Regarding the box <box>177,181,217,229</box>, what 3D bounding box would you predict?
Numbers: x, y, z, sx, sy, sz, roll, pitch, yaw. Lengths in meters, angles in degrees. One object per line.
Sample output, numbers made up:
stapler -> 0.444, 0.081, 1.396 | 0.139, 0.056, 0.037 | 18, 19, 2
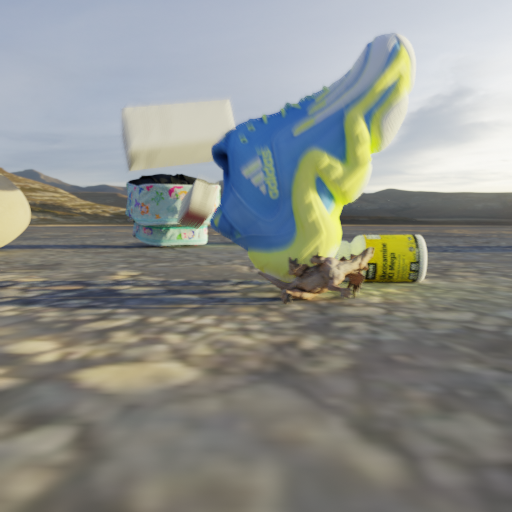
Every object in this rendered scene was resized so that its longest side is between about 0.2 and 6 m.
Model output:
box -> -0.719, -0.610, 6.808 | 0.294, 0.345, 0.540 | 18, -27, -19

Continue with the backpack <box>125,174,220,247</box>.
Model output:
backpack -> -1.819, -1.048, 12.358 | 2.005, 1.700, 2.259 | -1, 2, -24

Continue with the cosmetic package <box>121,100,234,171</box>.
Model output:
cosmetic package -> -1.141, -1.754, 8.209 | 1.555, 0.660, 0.837 | -10, -13, -17

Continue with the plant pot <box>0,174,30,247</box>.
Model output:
plant pot -> -5.071, -0.665, 9.972 | 1.636, 1.636, 1.098 | 1, 41, 13

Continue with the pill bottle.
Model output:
pill bottle -> 1.255, 0.031, 5.732 | 0.869, 0.488, 0.488 | -1, 4, 3

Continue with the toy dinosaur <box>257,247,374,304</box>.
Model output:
toy dinosaur -> 0.507, 0.192, 4.491 | 0.911, 0.391, 0.618 | -12, -8, 18

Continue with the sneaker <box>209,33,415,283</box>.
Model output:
sneaker -> 0.432, -1.098, 5.011 | 1.372, 2.613, 0.989 | 26, -14, -8
